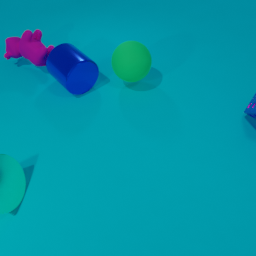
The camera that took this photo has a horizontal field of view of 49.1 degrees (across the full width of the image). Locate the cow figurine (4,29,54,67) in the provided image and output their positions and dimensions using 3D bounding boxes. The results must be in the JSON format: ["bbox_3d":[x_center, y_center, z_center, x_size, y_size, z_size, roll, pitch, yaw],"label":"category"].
[{"bbox_3d":[-3.612,-2.759,10.127,1.713,1.685,0.940,48,33,2],"label":"cow figurine"}]

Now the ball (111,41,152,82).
[{"bbox_3d":[0.116,-2.202,9.303,1.341,1.341,1.341,0,50,0],"label":"ball"}]

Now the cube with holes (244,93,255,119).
[{"bbox_3d":[4.392,-0.694,7.815,1.380,1.380,1.380,31,97,6],"label":"cube with holes"}]

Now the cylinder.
[{"bbox_3d":[-1.880,-2.000,9.501,1.306,1.306,1.306,-34,58,-25],"label":"cylinder"}]

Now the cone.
[{"bbox_3d":[-3.636,1.472,7.025,1.436,1.430,1.430,-13,46,24],"label":"cone"}]
